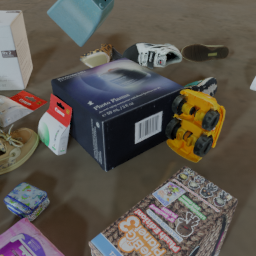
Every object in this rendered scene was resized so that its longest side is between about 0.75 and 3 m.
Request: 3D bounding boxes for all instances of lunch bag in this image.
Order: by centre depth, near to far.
[{"bbox_3d":[-2.307,1.666,6.371,0.882,0.364,0.709,20,44,26],"label":"lunch bag"}]

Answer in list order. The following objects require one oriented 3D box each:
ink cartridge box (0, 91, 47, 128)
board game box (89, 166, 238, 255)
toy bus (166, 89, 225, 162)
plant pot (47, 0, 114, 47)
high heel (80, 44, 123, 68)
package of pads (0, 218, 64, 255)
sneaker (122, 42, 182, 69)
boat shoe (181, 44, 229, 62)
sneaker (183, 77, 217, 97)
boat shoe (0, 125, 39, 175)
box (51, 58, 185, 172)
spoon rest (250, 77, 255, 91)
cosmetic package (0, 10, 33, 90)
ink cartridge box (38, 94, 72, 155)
[{"bbox_3d":[-3.987,-0.857,9.670,1.480,0.437,1.849,24,44,29],"label":"ink cartridge box"},{"bbox_3d":[0.608,2.037,4.678,2.216,1.766,1.073,-30,46,-33],"label":"board game box"},{"bbox_3d":[2.106,-0.215,7.765,1.749,1.822,1.236,-20,41,-37],"label":"toy bus"},{"bbox_3d":[-0.982,-2.896,6.682,1.156,1.132,1.135,-19,34,50],"label":"plant pot"},{"bbox_3d":[-1.420,-3.266,12.397,2.522,0.901,1.798,-12,42,-42],"label":"high heel"},{"bbox_3d":[-1.780,2.465,5.093,1.559,0.590,0.939,27,45,32],"label":"package of pads"},{"bbox_3d":[1.118,-3.140,12.250,2.690,0.997,1.191,-11,36,-13],"label":"sneaker"},{"bbox_3d":[3.484,-3.509,13.076,2.276,0.815,0.867,0,22,-13],"label":"boat shoe"},{"bbox_3d":[2.217,-1.157,9.952,2.302,0.892,0.917,-25,21,-33],"label":"sneaker"},{"bbox_3d":[-3.519,0.705,7.198,1.035,0.885,2.824,21,42,26],"label":"boat shoe"},{"bbox_3d":[-0.344,-0.632,8.316,2.804,1.728,2.782,-25,42,-30],"label":"box"},{"bbox_3d":[5.798,-2.401,11.397,1.411,0.861,2.841,23,44,28],"label":"spoon rest"},{"bbox_3d":[-5.052,-2.997,10.796,2.057,2.495,2.058,-4,37,-5],"label":"cosmetic package"},{"bbox_3d":[-2.081,-0.110,7.875,0.351,1.399,1.126,-14,36,-43],"label":"ink cartridge box"}]
